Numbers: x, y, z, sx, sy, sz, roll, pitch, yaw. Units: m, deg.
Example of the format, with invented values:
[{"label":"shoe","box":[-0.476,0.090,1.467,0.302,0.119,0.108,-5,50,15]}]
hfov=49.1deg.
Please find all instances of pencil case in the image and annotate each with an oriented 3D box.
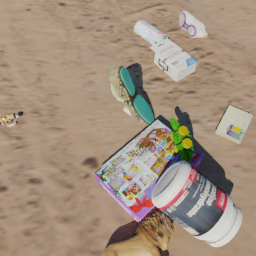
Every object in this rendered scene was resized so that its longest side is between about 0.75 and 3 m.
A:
[{"label":"pencil case","box":[0.845,-3.490,10.504,0.628,0.576,1.386,-28,59,-28]}]

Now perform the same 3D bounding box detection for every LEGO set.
[{"label":"LEGO set","box":[-3.719,-0.184,8.480,0.862,0.321,0.397,-18,23,-6]}]

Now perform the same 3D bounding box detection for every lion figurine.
[{"label":"lion figurine","box":[0.103,2.711,6.160,2.147,0.778,1.315,-18,51,-7]}]

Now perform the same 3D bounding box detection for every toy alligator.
[{"label":"toy alligator","box":[1.506,0.512,7.217,0.465,0.508,1.715,-5,71,-28]}]

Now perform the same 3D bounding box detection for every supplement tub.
[{"label":"supplement tub","box":[1.520,1.685,6.292,1.737,1.219,1.219,38,61,-3]}]

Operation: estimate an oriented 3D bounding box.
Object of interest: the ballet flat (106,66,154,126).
[{"label":"ballet flat","box":[0.025,-0.890,8.324,0.767,2.038,0.691,-13,31,38]}]

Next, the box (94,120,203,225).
[{"label":"box","box":[0.567,1.057,7.441,2.447,0.478,1.674,-39,64,-23]}]

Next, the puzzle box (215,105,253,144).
[{"label":"puzzle box","box":[3.204,-0.123,8.456,0.772,0.147,1.160,27,60,17]}]

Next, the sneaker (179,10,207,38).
[{"label":"sneaker","box":[2.522,-4.003,10.971,0.798,0.600,1.602,-2,52,-26]}]

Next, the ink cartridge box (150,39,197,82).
[{"label":"ink cartridge box","box":[1.539,-2.393,9.787,0.885,0.518,1.526,-31,61,-19]}]
